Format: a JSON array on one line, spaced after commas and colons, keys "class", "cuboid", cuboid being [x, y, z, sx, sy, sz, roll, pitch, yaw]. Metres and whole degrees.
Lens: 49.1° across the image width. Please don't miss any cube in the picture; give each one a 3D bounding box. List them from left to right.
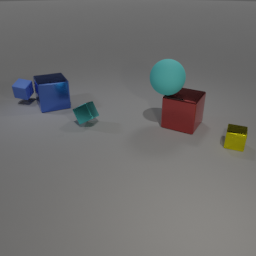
[{"class": "cube", "cuboid": [-5.094, -1.883, 13.619, 0.700, 0.700, 0.700, 11, 44, 6]}, {"class": "cube", "cuboid": [-3.660, -1.731, 13.483, 1.400, 1.400, 1.400, -12, 31, -22]}, {"class": "cube", "cuboid": [-1.768, -0.647, 11.826, 0.700, 0.700, 0.700, -24, 4, 22]}, {"class": "cube", "cuboid": [2.310, -0.772, 11.704, 1.400, 1.400, 1.400, 15, 32, 25]}, {"class": "cube", "cuboid": [3.978, 0.349, 10.340, 0.700, 0.700, 0.700, 11, 32, 19]}]

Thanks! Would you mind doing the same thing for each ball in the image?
[{"class": "ball", "cuboid": [1.551, -1.988, 10.986, 1.400, 1.400, 1.400, 0, 28, 0]}]
